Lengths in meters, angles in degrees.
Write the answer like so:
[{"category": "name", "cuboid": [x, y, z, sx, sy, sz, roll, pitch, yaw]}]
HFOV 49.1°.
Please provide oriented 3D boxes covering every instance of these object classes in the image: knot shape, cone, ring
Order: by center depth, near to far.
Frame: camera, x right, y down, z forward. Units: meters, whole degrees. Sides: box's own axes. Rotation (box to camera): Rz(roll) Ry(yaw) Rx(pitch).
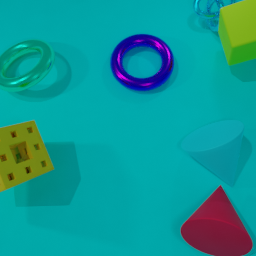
[{"category": "cone", "cuboid": [2.133, 1.946, 6.634, 1.510, 1.510, 1.515, 19, 45, 7]}, {"category": "cone", "cuboid": [2.462, 0.881, 7.336, 1.624, 1.624, 1.630, -28, 104, -11]}, {"category": "ring", "cuboid": [-3.160, -1.922, 8.449, 2.027, 0.405, 2.027, -8, 55, 12]}, {"category": "ring", "cuboid": [0.439, -2.069, 8.740, 2.006, 0.401, 2.006, -1, 71, 2]}, {"category": "knot shape", "cuboid": [2.804, -3.756, 9.038, 1.345, 1.259, 0.621, 6, 33, 29]}]

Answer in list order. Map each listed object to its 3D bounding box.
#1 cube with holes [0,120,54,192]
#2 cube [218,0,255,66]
[{"category": "cube with holes", "cuboid": [-2.868, 0.745, 6.685, 1.300, 1.300, 1.300, -21, 88, -53]}, {"category": "cube", "cuboid": [3.360, -2.721, 7.928, 1.248, 1.248, 1.248, -14, 75, 12]}]
